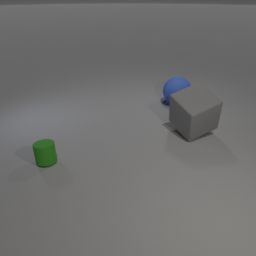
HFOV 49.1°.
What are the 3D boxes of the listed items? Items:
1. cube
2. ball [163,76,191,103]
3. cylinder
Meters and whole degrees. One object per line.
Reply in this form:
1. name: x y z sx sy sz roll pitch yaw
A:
1. cube: 2.539 -0.624 10.728 1.400 1.400 1.400 -24 49 -16
2. ball: 2.417 -1.824 13.724 1.400 1.400 1.400 0 27 0
3. cylinder: -2.758 0.816 9.307 0.700 0.700 0.700 -3 23 1
